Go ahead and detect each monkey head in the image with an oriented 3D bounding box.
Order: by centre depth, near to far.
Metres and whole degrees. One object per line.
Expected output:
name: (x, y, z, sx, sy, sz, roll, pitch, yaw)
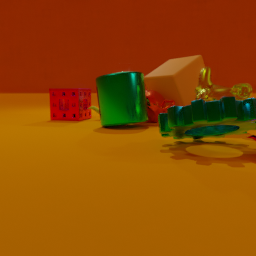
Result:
monkey head: (2.126, -0.683, 6.469, 1.177, 1.406, 1.954, 7, -17, 6)

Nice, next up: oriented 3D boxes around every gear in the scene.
gear: (1.332, -0.100, 4.530, 1.644, 0.304, 1.644, -3, -12, -1)

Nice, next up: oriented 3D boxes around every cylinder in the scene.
cylinder: (-0.150, -0.726, 7.157, 1.237, 1.237, 1.237, -7, 4, 0)

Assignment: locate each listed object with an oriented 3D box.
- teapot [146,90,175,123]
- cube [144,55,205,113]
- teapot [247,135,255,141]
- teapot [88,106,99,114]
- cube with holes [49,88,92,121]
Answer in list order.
teapot: (0.612, -0.674, 8.120, 1.651, 1.026, 0.808, 4, 50, 39)
cube: (1.522, -1.257, 8.435, 1.313, 1.313, 1.313, -38, 26, -27)
teapot: (2.276, 0.044, 3.973, 0.740, 0.583, 1.191, -18, -14, -43)
teapot: (-0.472, -0.900, 9.247, 1.857, 0.909, 1.154, -38, 3, -26)
cube with holes: (-1.832, -0.778, 9.056, 0.987, 0.987, 0.987, 2, 8, 15)
